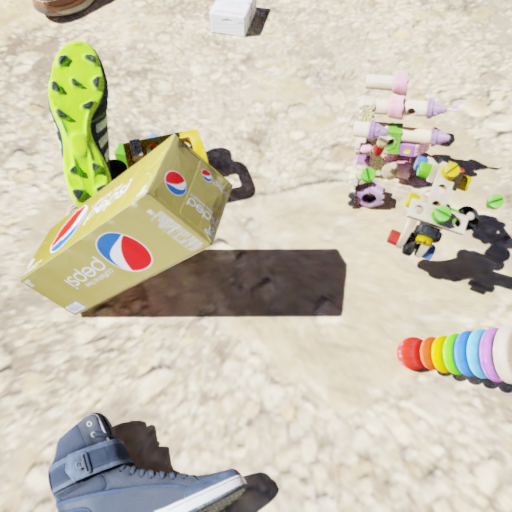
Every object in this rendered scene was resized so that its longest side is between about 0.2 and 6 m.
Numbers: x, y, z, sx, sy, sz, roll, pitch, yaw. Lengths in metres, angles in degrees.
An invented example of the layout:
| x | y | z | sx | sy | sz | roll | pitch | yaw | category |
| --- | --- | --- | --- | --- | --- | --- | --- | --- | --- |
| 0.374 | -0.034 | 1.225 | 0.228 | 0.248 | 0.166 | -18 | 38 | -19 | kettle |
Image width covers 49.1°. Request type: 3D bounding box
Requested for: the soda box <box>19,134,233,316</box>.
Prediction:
| x | y | z | sx | sy | sz | roll | pitch | yaw | category |
| --- | --- | --- | --- | --- | --- | --- | --- | --- | --- |
| -1.922 | -0.292 | 7.903 | 3.389 | 1.085 | 1.148 | -24 | 37 | 39 | soda box |

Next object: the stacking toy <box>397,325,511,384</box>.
| x | y | z | sx | sy | sz | roll | pitch | yaw | category |
| --- | --- | --- | --- | --- | --- | --- | --- | --- | --- |
| 2.750 | 1.361 | 7.817 | 1.780 | 0.760 | 0.760 | -9 | 40 | 46 | stacking toy |

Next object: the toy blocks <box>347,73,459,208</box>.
| x | y | z | sx | sy | sz | roll | pitch | yaw | category |
| --- | --- | --- | --- | --- | --- | --- | --- | --- | --- |
| 2.634 | -2.023 | 10.049 | 1.632 | 1.812 | 1.939 | 9 | 51 | 13 | toy blocks |

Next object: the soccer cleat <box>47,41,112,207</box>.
| x | y | z | sx | sy | sz | roll | pitch | yaw | category |
| --- | --- | --- | --- | --- | --- | --- | --- | --- | --- |
| -2.797 | -2.028 | 9.052 | 0.913 | 1.096 | 2.703 | -5 | 91 | -12 | soccer cleat |

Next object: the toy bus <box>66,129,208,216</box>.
| x | y | z | sx | sy | sz | roll | pitch | yaw | category |
| --- | --- | --- | --- | --- | --- | --- | --- | --- | --- |
| -1.972 | -1.478 | 9.996 | 2.284 | 1.251 | 2.421 | 23 | 56 | 16 | toy bus |

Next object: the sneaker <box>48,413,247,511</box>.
| x | y | z | sx | sy | sz | roll | pitch | yaw | category |
| --- | --- | --- | --- | --- | --- | --- | --- | --- | --- |
| -1.445 | 2.682 | 7.128 | 2.378 | 0.904 | 1.718 | -16 | 58 | -10 | sneaker |

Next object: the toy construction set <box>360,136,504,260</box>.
| x | y | z | sx | sy | sz | roll | pitch | yaw | category |
| --- | --- | --- | --- | --- | --- | --- | --- | --- | --- |
| 2.407 | -0.968 | 8.091 | 1.659 | 1.528 | 1.989 | -44 | 83 | 3 | toy construction set |

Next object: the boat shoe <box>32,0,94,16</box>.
| x | y | z | sx | sy | sz | roll | pitch | yaw | category |
| --- | --- | --- | --- | --- | --- | --- | --- | --- | --- |
| -4.553 | -7.351 | 14.360 | 1.274 | 1.208 | 3.365 | 22 | 56 | 15 | boat shoe |

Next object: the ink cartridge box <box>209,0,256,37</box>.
| x | y | z | sx | sy | sz | roll | pitch | yaw | category |
| --- | --- | --- | --- | --- | --- | --- | --- | --- | --- |
| -0.562 | -5.996 | 13.785 | 0.898 | 0.526 | 1.243 | 11 | 53 | 8 | ink cartridge box |
